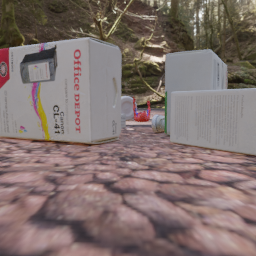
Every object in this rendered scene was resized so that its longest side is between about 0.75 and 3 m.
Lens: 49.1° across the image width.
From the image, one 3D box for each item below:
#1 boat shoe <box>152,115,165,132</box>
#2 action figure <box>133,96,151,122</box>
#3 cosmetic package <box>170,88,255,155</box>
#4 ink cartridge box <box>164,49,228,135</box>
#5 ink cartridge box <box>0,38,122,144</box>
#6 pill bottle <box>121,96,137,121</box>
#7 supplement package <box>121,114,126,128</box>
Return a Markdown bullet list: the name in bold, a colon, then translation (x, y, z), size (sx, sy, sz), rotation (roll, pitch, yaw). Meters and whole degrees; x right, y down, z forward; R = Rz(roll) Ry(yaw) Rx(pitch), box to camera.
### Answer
- **boat shoe**: translation (1.175, -0.124, 8.525), size (0.516, 0.524, 1.479), rotation (-1, -2, 27)
- **action figure**: translation (0.641, -0.961, 13.944), size (0.866, 1.314, 2.655), rotation (-1, 8, -2)
- **cosmetic package**: translation (1.845, -0.169, 5.317), size (0.779, 1.109, 2.187), rotation (-3, 7, -37)
- **ink cartridge box**: translation (2.108, -0.934, 8.217), size (1.221, 2.155, 2.940), rotation (2, 4, 27)
- **ink cartridge box**: translation (-1.729, -0.824, 6.611), size (2.962, 2.186, 1.268), rotation (2, 6, 30)
- **pill bottle**: translation (-0.578, -1.039, 14.599), size (1.233, 1.233, 2.216), rotation (-3, 6, -30)
- **supplement package**: translation (-0.604, -0.265, 10.001), size (0.683, 0.486, 0.876), rotation (-4, 7, -41)
